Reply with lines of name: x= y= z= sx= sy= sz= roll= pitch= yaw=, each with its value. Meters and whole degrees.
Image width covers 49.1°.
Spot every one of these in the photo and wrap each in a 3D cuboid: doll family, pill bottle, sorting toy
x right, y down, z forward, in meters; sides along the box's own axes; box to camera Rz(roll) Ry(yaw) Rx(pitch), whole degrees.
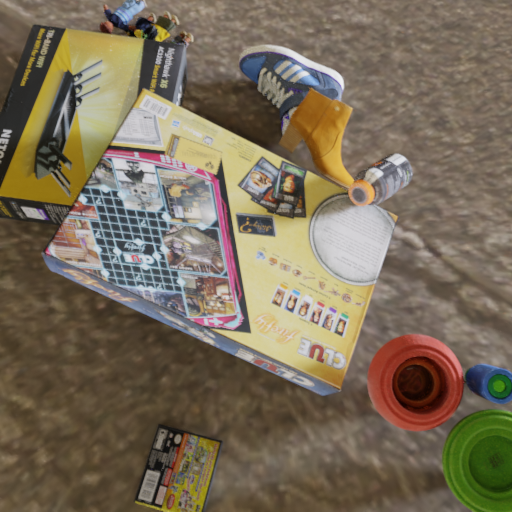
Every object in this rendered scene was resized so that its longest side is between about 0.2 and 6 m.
doll family: x=-2.316 y=-4.595 z=11.517 sx=1.966 sy=0.771 sz=1.136 roll=32 pitch=73 yaw=19
pill bottle: x=1.975 y=-1.190 z=9.033 sx=1.135 sy=0.603 sz=0.603 roll=-32 pitch=68 yaw=-36
sorting toy: x=2.941 y=2.281 z=8.266 sx=1.722 sy=1.176 sz=2.866 roll=-42 pitch=84 yaw=-1

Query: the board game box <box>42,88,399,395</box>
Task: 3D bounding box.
board game box: x=-0.379 y=-0.233 z=8.806 sx=4.663 sy=0.807 sz=3.159 roll=26 pitch=67 yaw=-5

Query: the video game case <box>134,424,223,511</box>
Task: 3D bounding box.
video game case: x=-1.128 y=3.173 z=8.248 sx=1.023 sy=0.144 sz=1.132 roll=13 pitch=65 yaw=6

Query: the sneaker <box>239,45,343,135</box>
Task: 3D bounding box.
sneaker: x=0.519 y=-3.027 z=10.667 sx=2.187 sy=0.881 sz=1.601 roll=19 pitch=62 yaw=3

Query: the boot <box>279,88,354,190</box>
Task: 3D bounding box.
boot: x=1.348 y=-2.022 z=9.746 sx=1.684 sy=0.593 sz=1.206 roll=33 pitch=106 yaw=-9

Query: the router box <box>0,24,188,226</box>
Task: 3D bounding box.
router box: x=-2.985 y=-2.318 z=10.178 sx=2.926 sy=0.972 sz=3.721 roll=7 pitch=67 yaw=-1
